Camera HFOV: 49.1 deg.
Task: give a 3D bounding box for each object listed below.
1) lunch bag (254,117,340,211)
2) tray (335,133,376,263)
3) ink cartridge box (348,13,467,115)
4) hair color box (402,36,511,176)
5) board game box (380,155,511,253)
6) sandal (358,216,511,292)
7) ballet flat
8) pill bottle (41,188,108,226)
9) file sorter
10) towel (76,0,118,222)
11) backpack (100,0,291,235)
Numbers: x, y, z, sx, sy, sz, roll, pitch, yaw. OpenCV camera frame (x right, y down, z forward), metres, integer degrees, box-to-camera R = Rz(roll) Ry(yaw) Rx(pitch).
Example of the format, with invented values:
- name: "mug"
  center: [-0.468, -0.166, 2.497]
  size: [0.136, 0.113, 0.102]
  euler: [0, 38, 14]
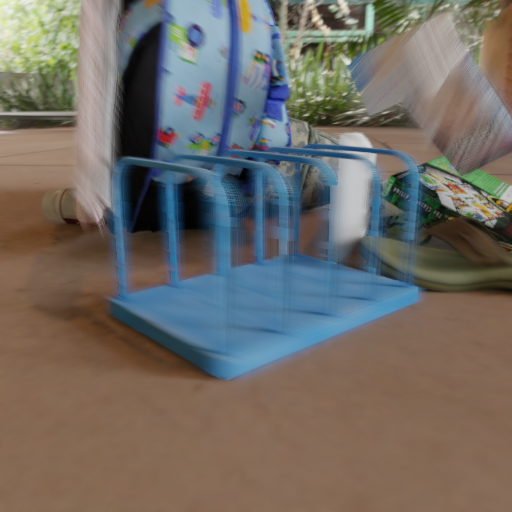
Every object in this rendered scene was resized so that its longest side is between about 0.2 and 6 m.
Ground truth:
- name: "lunch bag"
  center: [0.578, -1.997, 12.101]
  size: [2.270, 1.886, 2.707]
  euler: [4, 13, -33]
- name: "tray"
  center: [1.578, -1.015, 8.630]
  size: [0.353, 1.710, 3.185]
  euler: [5, 13, 14]
- name: "ink cartridge box"
  center: [1.736, -2.196, 6.451]
  size: [1.156, 0.665, 0.392]
  euler: [-20, 20, 31]
- name: "hair color box"
  center: [2.642, -1.921, 7.359]
  size: [0.896, 1.791, 0.542]
  euler: [-28, 40, 33]
- name: "board game box"
  center: [3.690, -0.941, 9.554]
  size: [2.125, 0.476, 4.056]
  euler: [32, 27, 20]
- name: "sandal"
  center: [2.832, -0.080, 7.142]
  size: [3.006, 0.858, 1.194]
  euler: [4, 18, 10]
- name: "ballet flat"
  center: [2.374, -0.853, 9.839]
  size: [0.962, 0.962, 2.592]
  euler: [-1, 15, -4]
- name: "pill bottle"
  center: [-3.334, -0.929, 10.537]
  size: [1.230, 0.674, 0.674]
  euler: [4, 16, 15]
- name: "file sorter"
  center: [0.134, -0.230, 6.077]
  size: [2.885, 1.770, 2.002]
  euler: [-14, 21, -40]
- name: "towel"
  center: [-1.892, -1.599, 6.512]
  size: [0.378, 2.348, 2.242]
  euler: [2, 1, -19]
- name: "backpack"
  center: [-0.992, -2.838, 8.779]
  size: [2.964, 4.022, 4.406]
  euler: [-2, -24, -19]
